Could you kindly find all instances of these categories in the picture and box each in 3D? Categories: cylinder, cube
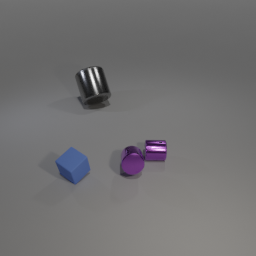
[{"bbox_3d":[0.135,0.993,8.716,0.700,0.700,0.700,-1,17,-3],"label":"cylinder"},{"bbox_3d":[-1.681,1.154,8.614,0.700,0.700,0.700,28,55,27],"label":"cube"},{"bbox_3d":[-1.647,-1.978,13.261,1.400,1.400,1.400,-18,-9,-3],"label":"cylinder"},{"bbox_3d":[0.935,0.759,9.579,0.700,0.700,0.700,1,29,0],"label":"cylinder"}]
